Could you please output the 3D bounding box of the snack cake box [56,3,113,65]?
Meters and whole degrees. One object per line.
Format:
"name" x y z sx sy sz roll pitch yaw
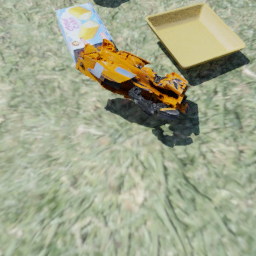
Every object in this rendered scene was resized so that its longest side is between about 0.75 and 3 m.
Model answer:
"snack cake box" -1.410 -3.021 8.952 1.235 0.721 2.147 -18 57 -13

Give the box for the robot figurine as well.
"robot figurine" 0.284 -1.246 7.139 2.942 0.856 2.133 28 31 6

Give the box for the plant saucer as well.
"plant saucer" 2.026 -2.813 8.773 2.336 0.566 2.336 -21 62 -17
